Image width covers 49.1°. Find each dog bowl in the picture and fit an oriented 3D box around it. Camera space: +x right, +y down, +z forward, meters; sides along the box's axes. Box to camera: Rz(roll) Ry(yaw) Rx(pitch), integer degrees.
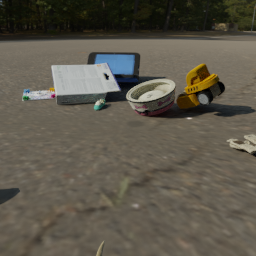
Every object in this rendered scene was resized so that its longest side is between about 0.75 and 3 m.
[{"bbox_3d":[0.820,-1.017,9.410,1.683,0.620,1.683,-13,29,7],"label":"dog bowl"}]

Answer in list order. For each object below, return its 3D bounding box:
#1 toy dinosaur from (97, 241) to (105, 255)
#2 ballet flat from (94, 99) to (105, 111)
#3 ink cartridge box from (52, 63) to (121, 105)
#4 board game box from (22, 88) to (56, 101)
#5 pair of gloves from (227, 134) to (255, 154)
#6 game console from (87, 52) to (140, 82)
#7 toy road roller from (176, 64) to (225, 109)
[{"bbox_3d":[-0.189,1.952,2.686,0.879,0.506,1.739,4,23,-37],"label":"toy dinosaur"},{"bbox_3d":[-1.019,-0.865,9.989,0.268,0.280,0.796,6,22,14],"label":"ballet flat"},{"bbox_3d":[-1.757,-1.850,11.352,2.454,0.498,2.450,-6,40,-15],"label":"ink cartridge box"},{"bbox_3d":[-3.634,-1.416,11.561,1.345,0.174,1.346,-6,22,-16],"label":"board game box"},{"bbox_3d":[3.026,0.412,6.852,1.018,0.179,0.866,-9,19,-26],"label":"pair of gloves"},{"bbox_3d":[-0.850,-3.076,13.641,2.759,1.633,2.355,1,5,6],"label":"game console"},{"bbox_3d":[2.310,-1.416,9.431,1.009,1.198,1.642,-34,13,-32],"label":"toy road roller"}]
